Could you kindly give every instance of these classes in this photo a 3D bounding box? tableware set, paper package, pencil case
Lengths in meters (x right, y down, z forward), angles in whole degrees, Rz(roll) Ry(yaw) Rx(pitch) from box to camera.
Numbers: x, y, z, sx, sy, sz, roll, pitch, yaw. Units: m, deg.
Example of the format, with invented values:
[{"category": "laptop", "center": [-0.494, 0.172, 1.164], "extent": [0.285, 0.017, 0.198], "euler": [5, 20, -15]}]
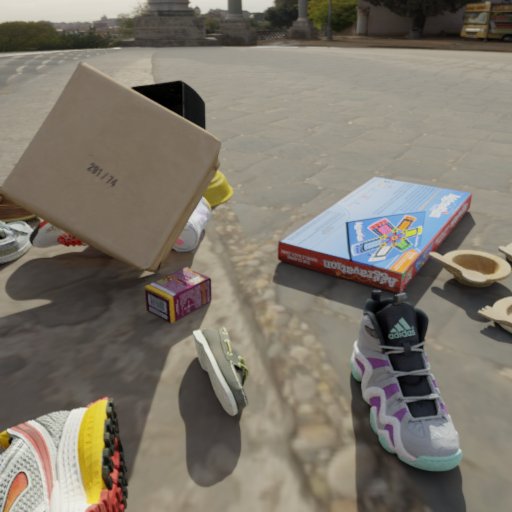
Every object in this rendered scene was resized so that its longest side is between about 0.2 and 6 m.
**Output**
[{"category": "tableware set", "center": [4.694, 0.388, 9.151], "extent": [3.374, 0.391, 2.818], "euler": [-11, 28, -22]}, {"category": "paper package", "center": [-2.252, -1.345, 9.193], "extent": [2.643, 2.519, 1.367], "euler": [29, -6, -1]}, {"category": "pencil case", "center": [-1.293, -0.651, 10.966], "extent": [0.623, 0.680, 1.498], "euler": [28, 27, -8]}]

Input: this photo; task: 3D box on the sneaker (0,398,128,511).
[{"category": "sneaker", "center": [-1.762, 2.367, 4.366], "extent": [1.296, 1.228, 3.155], "euler": [-8, 17, -7]}]

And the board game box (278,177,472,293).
[{"category": "board game box", "center": [2.573, -0.640, 11.220], "extent": [2.333, 0.441, 4.532], "euler": [14, 29, 30]}]

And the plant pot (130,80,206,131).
[{"category": "plant pot", "center": [-1.886, -3.080, 12.783], "extent": [1.440, 1.443, 1.280], "euler": [2, 5, 27]}]

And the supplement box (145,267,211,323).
[{"category": "supplement box", "center": [-1.194, 0.591, 8.650], "extent": [0.578, 0.456, 0.883], "euler": [21, 33, 36]}]

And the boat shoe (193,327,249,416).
[{"category": "boat shoe", "center": [-0.376, 1.353, 6.936], "extent": [0.484, 0.579, 1.620], "euler": [-14, 25, -15]}]

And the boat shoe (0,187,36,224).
[{"category": "boat shoe", "center": [-5.607, -1.138, 11.897], "extent": [2.210, 0.746, 0.796], "euler": [1, 26, 3]}]

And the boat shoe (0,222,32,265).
[{"category": "boat shoe", "center": [-4.829, -0.224, 10.023], "extent": [0.809, 0.704, 2.194], "euler": [10, 25, 19]}]

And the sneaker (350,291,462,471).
[{"category": "sneaker", "center": [1.629, 1.153, 6.250], "extent": [0.848, 1.526, 2.182], "euler": [-6, 26, -12]}]

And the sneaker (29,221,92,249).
[{"category": "sneaker", "center": [-3.076, -0.384, 10.277], "extent": [1.980, 0.661, 1.061], "euler": [-29, 75, -10]}]

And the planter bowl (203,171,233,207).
[{"category": "planter bowl", "center": [-1.822, -1.983, 13.320], "extent": [2.529, 1.053, 2.529], "euler": [0, 25, 0]}]
